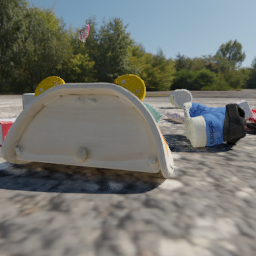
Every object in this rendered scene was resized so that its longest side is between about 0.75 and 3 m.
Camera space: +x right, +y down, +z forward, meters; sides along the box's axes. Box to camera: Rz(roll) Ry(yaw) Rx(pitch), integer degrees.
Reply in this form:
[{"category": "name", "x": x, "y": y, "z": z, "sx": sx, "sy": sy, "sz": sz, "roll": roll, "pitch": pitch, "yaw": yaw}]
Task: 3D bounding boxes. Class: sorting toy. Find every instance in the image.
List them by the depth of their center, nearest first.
[{"category": "sorting toy", "x": -0.359, "y": 0.124, "z": 5.336, "sx": 2.752, "sy": 1.470, "sz": 2.477, "roll": 3, "pitch": -11, "yaw": 18}]

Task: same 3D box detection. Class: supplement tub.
[{"category": "supplement tub", "x": 3.914, "y": -2.221, "z": 21.160, "sx": 1.371, "sy": 1.371, "sz": 1.891, "roll": -1, "pitch": 7, "yaw": -5}]

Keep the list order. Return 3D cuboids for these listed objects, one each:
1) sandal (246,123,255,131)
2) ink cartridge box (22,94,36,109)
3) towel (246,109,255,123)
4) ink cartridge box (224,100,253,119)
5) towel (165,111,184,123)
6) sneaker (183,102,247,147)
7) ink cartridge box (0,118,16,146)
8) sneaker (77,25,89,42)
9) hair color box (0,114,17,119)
[{"category": "sandal", "x": 4.774, "y": -0.061, "z": 8.119, "sx": 0.948, "sy": 0.569, "sz": 2.525, "roll": -7, "pitch": 11, "yaw": -44}, {"category": "ink cartridge box", "x": -3.372, "y": -1.113, "z": 13.679, "sx": 2.040, "sy": 1.159, "sz": 2.799, "roll": 3, "pitch": 8, "yaw": 20}, {"category": "towel", "x": 4.883, "y": -0.418, "z": 10.230, "sx": 1.942, "sy": 0.302, "sz": 2.686, "roll": 6, "pitch": 12, "yaw": -7}, {"category": "ink cartridge box", "x": 3.287, "y": -0.426, "z": 9.244, "sx": 1.346, "sy": 0.566, "sz": 0.980, "roll": -21, "pitch": 2, "yaw": 14}, {"category": "towel", "x": 3.024, "y": -0.500, "z": 12.141, "sx": 2.289, "sy": 0.386, "sz": 2.397, "roll": -1, "pitch": 7, "yaw": -8}, {"category": "sneaker", "x": 2.228, "y": -0.175, "z": 7.285, "sx": 1.409, "sy": 0.972, "sz": 2.533, "roll": -5, "pitch": 11, "yaw": 6}, {"category": "ink cartridge box", "x": -2.667, "y": 0.054, "z": 7.215, "sx": 1.399, "sy": 0.580, "sz": 1.027, "roll": -6, "pitch": 10, "yaw": -39}, {"category": "sneaker", "x": -2.092, "y": -4.388, "z": 12.953, "sx": 0.469, "sy": 0.433, "sz": 1.063, "roll": 13, "pitch": -26, "yaw": -21}, {"category": "hair color box", "x": -4.399, "y": -0.193, "z": 9.607, "sx": 0.715, "sy": 0.438, "sz": 1.445, "roll": -7, "pitch": 10, "yaw": -41}]
